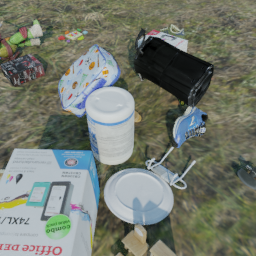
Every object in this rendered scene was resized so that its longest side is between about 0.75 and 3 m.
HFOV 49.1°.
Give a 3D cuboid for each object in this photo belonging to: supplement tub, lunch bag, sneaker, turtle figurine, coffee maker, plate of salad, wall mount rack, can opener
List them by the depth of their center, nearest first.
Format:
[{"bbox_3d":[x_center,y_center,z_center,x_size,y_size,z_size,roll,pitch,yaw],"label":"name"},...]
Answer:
[{"bbox_3d":[0.287,1.865,7.681,1.908,0.458,1.908,6,37,-4],"label":"plate of salad"},{"bbox_3d":[3.996,1.766,7.843,0.646,0.511,1.943,-49,54,4],"label":"can opener"},{"bbox_3d":[1.296,1.141,8.367,1.437,0.536,1.248,34,31,27],"label":"wall mount rack"},{"bbox_3d":[-0.497,-0.040,8.403,1.388,2.104,1.388,0,44,0],"label":"supplement tub"},{"bbox_3d":[1.405,-1.824,9.007,2.290,1.543,2.200,34,13,23],"label":"coffee maker"},{"bbox_3d":[-1.323,-1.480,9.094,2.266,0.856,1.816,-45,43,17],"label":"lunch bag"},{"bbox_3d":[2.100,-0.032,9.333,0.901,0.794,2.021,23,49,25],"label":"sneaker"},{"bbox_3d":[-5.571,-4.306,12.604,2.872,2.131,2.962,-25,58,-26],"label":"turtle figurine"},{"bbox_3d":[2.112,-4.894,14.162,1.770,0.795,0.593,29,52,26],"label":"sneaker"}]

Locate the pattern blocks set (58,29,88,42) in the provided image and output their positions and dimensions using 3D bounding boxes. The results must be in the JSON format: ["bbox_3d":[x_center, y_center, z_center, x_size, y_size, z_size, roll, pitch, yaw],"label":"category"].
[{"bbox_3d":[-2.825,-4.838,14.594,1.207,0.111,1.373,20,48,19],"label":"pattern blocks set"}]

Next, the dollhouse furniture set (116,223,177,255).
[{"bbox_3d":[-0.039,3.497,5.489,2.554,1.247,2.178,-34,54,-29],"label":"dollhouse furniture set"}]

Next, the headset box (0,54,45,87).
[{"bbox_3d":[-4.413,-2.516,11.938,1.561,0.586,1.160,-31,53,-27],"label":"headset box"}]

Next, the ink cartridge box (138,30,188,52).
[{"bbox_3d":[1.600,-3.720,12.986,1.905,0.816,1.406,25,50,25],"label":"ink cartridge box"}]

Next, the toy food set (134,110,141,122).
[{"bbox_3d":[0.053,-0.428,10.148,0.754,0.183,0.746,-22,49,-21],"label":"toy food set"}]

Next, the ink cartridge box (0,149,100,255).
[{"bbox_3d":[-1.826,2.095,6.370,1.946,1.937,2.652,1,45,3],"label":"ink cartridge box"}]

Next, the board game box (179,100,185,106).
[{"bbox_3d":[1.911,-1.926,11.013,0.240,1.073,2.048,-10,44,5],"label":"board game box"}]

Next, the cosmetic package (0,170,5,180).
[{"bbox_3d":[-3.619,1.656,7.963,0.495,0.335,0.942,0,45,0],"label":"cosmetic package"}]
